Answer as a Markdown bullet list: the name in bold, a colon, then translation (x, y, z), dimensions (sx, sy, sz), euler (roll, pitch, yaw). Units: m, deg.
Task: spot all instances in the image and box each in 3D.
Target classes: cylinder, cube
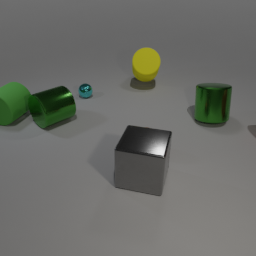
- **cylinder**: translation (3.457, -1.049, 11.448), dimensions (1.400, 1.400, 1.400), euler (-1, 18, 0)
- **cylinder**: translation (0.918, -3.227, 14.440), dimensions (1.400, 1.400, 1.400), euler (1, -5, 1)
- **cylinder**: translation (-3.066, -0.869, 11.341), dimensions (1.400, 1.400, 1.400), euler (-26, 39, -37)
- **cube**: translation (0.467, 0.917, 8.293), dimensions (1.400, 1.400, 1.400), euler (8, 31, 13)
- **cylinder**: translation (-4.948, -1.025, 11.613), dimensions (1.400, 1.400, 1.400), euler (9, 32, 15)

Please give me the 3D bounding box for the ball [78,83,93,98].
- **ball**: translation (-2.080, -1.828, 13.692), dimensions (0.700, 0.700, 0.700), euler (0, 30, 0)
